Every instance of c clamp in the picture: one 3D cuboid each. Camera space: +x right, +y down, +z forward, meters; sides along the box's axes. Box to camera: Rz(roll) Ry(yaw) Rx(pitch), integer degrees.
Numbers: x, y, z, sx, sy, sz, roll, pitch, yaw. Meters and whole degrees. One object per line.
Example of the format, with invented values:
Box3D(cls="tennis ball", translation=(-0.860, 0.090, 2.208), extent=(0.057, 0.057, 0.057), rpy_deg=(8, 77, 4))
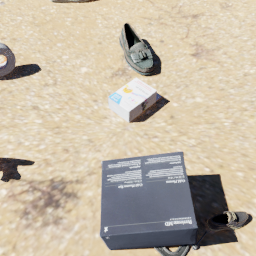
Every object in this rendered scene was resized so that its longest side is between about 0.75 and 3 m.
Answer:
Box3D(cls="c clamp", translation=(1.077, 2.615, 6.879), extent=(1.335, 0.181, 1.141), rpy_deg=(32, 63, 22))

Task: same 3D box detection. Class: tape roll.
Box3D(cls="tape roll", translation=(-4.822, -2.521, 10.360), extent=(1.228, 1.228, 0.406), rpy_deg=(-29, 58, -21))

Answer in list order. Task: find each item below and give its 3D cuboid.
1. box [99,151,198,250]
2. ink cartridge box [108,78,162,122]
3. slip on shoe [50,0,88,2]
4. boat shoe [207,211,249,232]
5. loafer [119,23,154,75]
Box3D(cls="box", translation=(0.454, 1.751, 6.779), extent=(2.113, 1.100, 1.924), rpy_deg=(-7, 50, 6))
Box3D(cls="ink cartridge box", translation=(0.285, -1.072, 9.596), extent=(0.992, 0.584, 1.723), rpy_deg=(37, 60, 26))
Box3D(cls="slip on shoe", translation=(-2.761, -6.983, 14.288), extent=(2.646, 0.810, 0.980), rpy_deg=(-5, 49, -6))
Box3D(cls="boat shoe", translation=(2.518, 2.292, 6.962), extent=(1.100, 0.403, 0.410), rpy_deg=(-13, 52, -10))
Box3D(cls="loafer", translation=(0.267, -3.190, 11.152), extent=(0.966, 0.846, 2.689), rpy_deg=(-17, 53, -13))
